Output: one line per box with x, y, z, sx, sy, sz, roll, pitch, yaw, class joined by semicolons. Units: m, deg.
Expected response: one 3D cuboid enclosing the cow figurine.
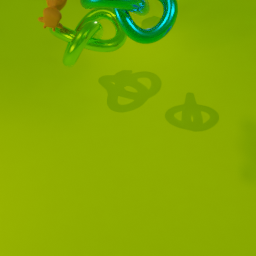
-1.764;-2.974;6.762;0.608;1.090;1.108;13;32;-19;cow figurine

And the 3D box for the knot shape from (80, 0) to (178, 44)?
-0.068;-2.274;4.949;1.588;0.784;1.697;-17;70;-31;knot shape

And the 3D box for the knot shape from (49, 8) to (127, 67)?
-1.122;-2.296;7.168;2.068;0.955;1.935;-5;37;17;knot shape
